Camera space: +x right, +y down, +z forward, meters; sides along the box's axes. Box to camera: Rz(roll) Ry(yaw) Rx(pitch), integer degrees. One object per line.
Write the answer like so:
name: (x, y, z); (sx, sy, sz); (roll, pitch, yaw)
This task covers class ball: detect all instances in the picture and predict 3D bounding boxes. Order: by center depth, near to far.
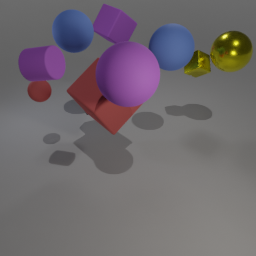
ball: (-0.004, -1.162, 6.119); (1.400, 1.400, 1.400); (0, 32, 0)
ball: (-2.670, -1.131, 8.458); (0.700, 0.700, 0.700); (0, 32, 0)
ball: (1.335, -2.476, 8.637); (1.400, 1.400, 1.400); (0, 32, 0)
ball: (-1.875, -3.295, 9.578); (1.400, 1.400, 1.400); (0, 32, 0)
ball: (3.582, -2.645, 9.734); (1.400, 1.400, 1.400); (0, 32, 0)

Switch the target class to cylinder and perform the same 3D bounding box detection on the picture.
cylinder: (-1.810, -1.359, 5.938); (0.700, 0.700, 0.700); (0, 31, 22)

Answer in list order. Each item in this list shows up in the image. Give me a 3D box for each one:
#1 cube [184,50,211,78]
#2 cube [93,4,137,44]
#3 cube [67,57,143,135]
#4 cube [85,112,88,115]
cube: (2.555, -2.360, 10.369); (0.700, 0.700, 0.700); (9, -14, -38)
cube: (-0.686, -5.059, 13.944); (1.400, 1.400, 1.400); (36, 12, 35)
cube: (-0.644, -0.931, 8.319); (1.400, 1.400, 1.400); (38, 82, 32)
cube: (-1.290, -0.981, 10.182); (0.700, 0.700, 0.700); (-33, 1, 18)
